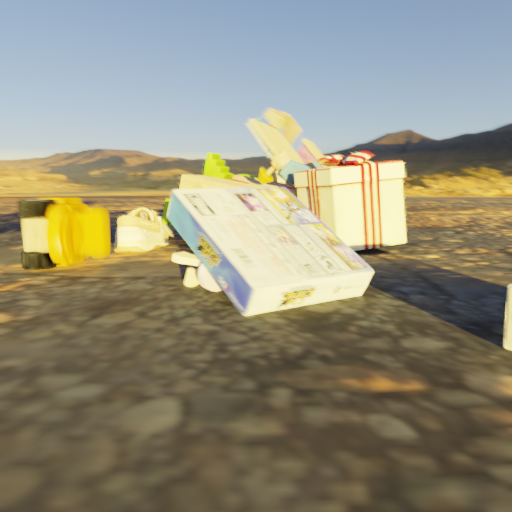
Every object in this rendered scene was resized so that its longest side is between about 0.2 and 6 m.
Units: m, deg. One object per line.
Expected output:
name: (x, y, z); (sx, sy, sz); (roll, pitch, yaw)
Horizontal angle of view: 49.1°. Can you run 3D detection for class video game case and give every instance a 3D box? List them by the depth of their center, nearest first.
video game case: (0.111, -0.124, 5.507); (1.440, 0.361, 1.588); (-7, 41, -35)

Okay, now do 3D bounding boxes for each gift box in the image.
gift box: (1.604, -0.934, 9.297); (1.636, 1.527, 1.509); (-11, 9, -25)

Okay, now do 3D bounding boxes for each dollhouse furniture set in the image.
dollhouse furniture set: (0.187, -1.885, 11.141); (1.430, 2.069, 2.191); (-45, -26, 24)

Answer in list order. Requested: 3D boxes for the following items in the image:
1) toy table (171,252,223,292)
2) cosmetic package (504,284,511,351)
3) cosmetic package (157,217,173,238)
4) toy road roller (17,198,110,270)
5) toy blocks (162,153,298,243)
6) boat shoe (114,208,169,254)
toy table: (-0.488, 0.045, 5.859); (0.466, 0.732, 0.796); (22, 5, 26)
cosmetic package: (2.369, 0.396, 3.810); (1.297, 0.461, 0.683); (-5, 9, -34)
cosmetic package: (-1.939, -0.556, 11.022); (0.427, 0.289, 0.813); (-1, -7, 10)
toy road roller: (-2.370, -0.306, 7.354); (1.071, 0.902, 1.468); (0, 7, 3)
toy blocks: (0.138, -0.877, 10.497); (2.300, 1.682, 3.365); (15, 13, 19)
boat shoe: (-1.921, -0.482, 9.601); (0.733, 0.688, 1.989); (0, 7, 0)
